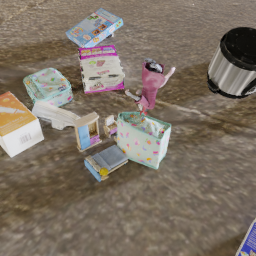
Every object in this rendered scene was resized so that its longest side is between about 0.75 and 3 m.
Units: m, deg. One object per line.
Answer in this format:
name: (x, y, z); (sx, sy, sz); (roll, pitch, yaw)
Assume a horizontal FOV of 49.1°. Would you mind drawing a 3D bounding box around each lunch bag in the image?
lunch bag: (-3.265, -1.593, 11.370); (1.591, 0.765, 1.984); (-26, 50, -24)
lunch bag: (0.396, 0.324, 8.913); (1.675, 1.427, 1.022); (21, 44, 21)

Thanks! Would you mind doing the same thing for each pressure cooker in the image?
pressure cooker: (3.290, -1.807, 8.362); (1.647, 1.872, 1.672); (12, 60, 2)

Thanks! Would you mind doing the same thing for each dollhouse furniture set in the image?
dollhouse furniture set: (-0.641, 0.464, 8.935); (1.741, 1.204, 1.844); (-27, 51, -25)

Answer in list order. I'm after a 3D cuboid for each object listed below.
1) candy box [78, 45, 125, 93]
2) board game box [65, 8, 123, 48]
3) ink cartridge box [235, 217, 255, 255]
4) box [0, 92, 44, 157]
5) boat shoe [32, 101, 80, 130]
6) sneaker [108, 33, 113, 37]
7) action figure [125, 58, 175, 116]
candy box: (-1.230, -2.678, 12.463); (1.756, 0.786, 2.575); (-8, 45, -8)
board game box: (-1.808, -5.326, 14.974); (2.513, 0.460, 1.901); (-40, 55, -14)
ink cartridge box: (3.263, 3.059, 6.875); (0.924, 0.362, 1.950); (29, 53, 27)
box: (-4.096, -0.179, 9.731); (1.283, 1.005, 2.062); (-34, 53, -30)
boat shoe: (-2.531, -0.323, 10.140); (2.134, 0.768, 0.731); (23, 77, 5)
sneaker: (-1.322, -5.217, 15.383); (0.652, 0.432, 1.145); (-32, 51, -22)
action figure: (0.558, -0.913, 6.732); (1.053, 1.414, 0.947); (14, 29, 17)
